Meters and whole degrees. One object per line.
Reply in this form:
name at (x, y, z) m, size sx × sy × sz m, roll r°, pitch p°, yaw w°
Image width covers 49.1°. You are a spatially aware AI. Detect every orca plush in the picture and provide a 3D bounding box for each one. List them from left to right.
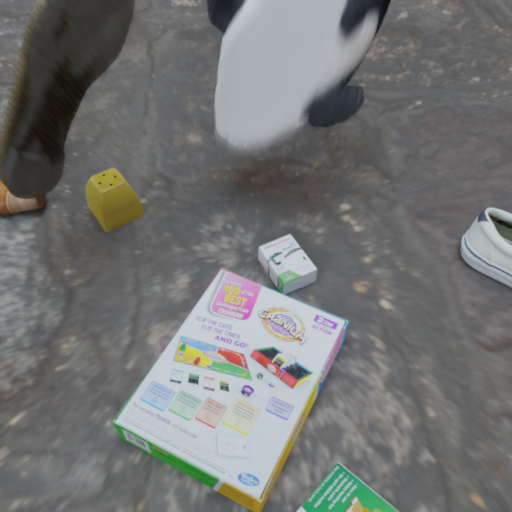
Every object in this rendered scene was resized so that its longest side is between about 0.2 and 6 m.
orca plush at (0.771, -3.325, 7.006) m, size 2.369 × 4.502 × 1.600 m, roll 30°, pitch 48°, yaw 14°

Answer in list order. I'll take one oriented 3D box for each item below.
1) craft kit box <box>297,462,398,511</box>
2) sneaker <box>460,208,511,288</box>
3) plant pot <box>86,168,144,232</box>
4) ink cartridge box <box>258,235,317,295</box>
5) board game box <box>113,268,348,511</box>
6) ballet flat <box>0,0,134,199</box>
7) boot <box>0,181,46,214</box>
craft kit box at (0.912, 3.387, 5.070) m, size 2.111 × 0.519 × 2.138 m, roll 34°, pitch 59°, yaw 28°
sneaker at (4.036, 0.169, 7.510) m, size 2.538 × 0.898 × 0.927 m, roll 26°, pitch 55°, yaw 19°
plant pot at (-2.197, -0.922, 8.532) m, size 0.672 × 0.692 × 0.677 m, roll -28°, pitch 56°, yaw -21°
ink cartridge box at (0.431, 0.116, 7.931) m, size 0.550 × 0.317 × 0.753 m, roll -23°, pitch 55°, yaw -17°
board game box at (-0.210, 1.460, 6.727) m, size 1.866 × 0.492 × 2.439 m, roll 22°, pitch 54°, yaw 17°
ballet flat at (-2.226, -1.943, 6.142) m, size 1.024 × 3.041 × 0.705 m, roll -5°, pitch 49°, yaw -44°
boot at (-3.978, -1.350, 9.006) m, size 1.322 × 0.653 × 1.702 m, roll -3°, pitch 58°, yaw 3°
